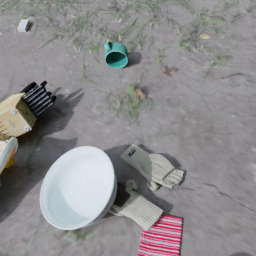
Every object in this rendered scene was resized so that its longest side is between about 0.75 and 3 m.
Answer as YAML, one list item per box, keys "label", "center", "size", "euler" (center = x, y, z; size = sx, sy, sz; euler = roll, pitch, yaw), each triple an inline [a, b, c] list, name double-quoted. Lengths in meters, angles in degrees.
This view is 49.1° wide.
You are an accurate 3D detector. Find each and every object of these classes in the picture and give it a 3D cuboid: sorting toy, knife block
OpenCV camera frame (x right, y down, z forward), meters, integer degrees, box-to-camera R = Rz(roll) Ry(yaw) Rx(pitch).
- label: "sorting toy"
  center: [-4.103, 1.262, 6.453]
  size: [2.591, 1.384, 2.333]
  euler: [9, 50, 8]
- label: "knife block"
  center: [-3.355, -0.483, 8.285]
  size: [2.432, 0.778, 2.135]
  euler: [-26, 27, 6]

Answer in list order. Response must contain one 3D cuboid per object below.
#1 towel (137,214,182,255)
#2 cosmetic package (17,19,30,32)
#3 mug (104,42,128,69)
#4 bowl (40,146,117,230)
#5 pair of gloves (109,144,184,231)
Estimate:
- label: "towel"
  center: [0.720, 2.480, 6.189]
  size: [0.884, 0.137, 1.223]
  euler: [10, 49, 7]
- label: "cosmetic package"
  center: [-4.582, -4.492, 12.309]
  size: [0.324, 0.199, 0.786]
  euler: [0, 49, 0]
- label: "mug"
  center: [-0.413, -2.740, 10.167]
  size: [0.831, 1.011, 0.625]
  euler: [1, 56, 0]
- label: "bowl"
  center: [-0.978, 1.437, 6.424]
  size: [1.912, 0.859, 1.912]
  euler: [-14, 54, 21]
- label: "pair of gloves"
  center: [0.289, 1.409, 7.000]
  size: [1.726, 0.356, 2.029]
  euler: [22, 50, 23]
